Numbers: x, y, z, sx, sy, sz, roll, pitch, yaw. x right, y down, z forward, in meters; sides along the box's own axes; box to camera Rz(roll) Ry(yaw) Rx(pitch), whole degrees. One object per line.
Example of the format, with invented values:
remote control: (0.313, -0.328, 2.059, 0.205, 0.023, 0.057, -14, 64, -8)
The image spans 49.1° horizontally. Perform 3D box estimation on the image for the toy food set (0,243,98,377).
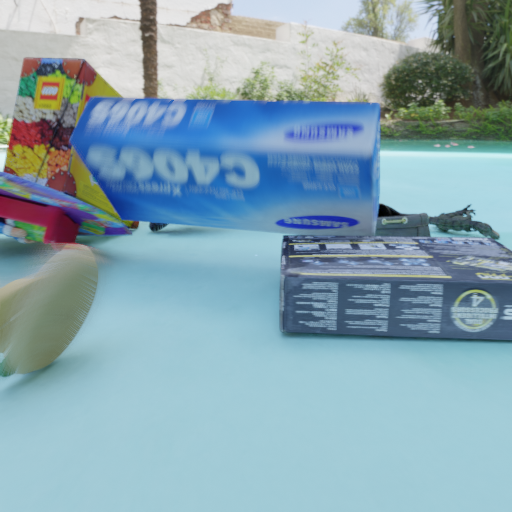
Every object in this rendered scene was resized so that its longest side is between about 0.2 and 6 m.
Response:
toy food set: (-2.029, 0.526, 5.456, 0.344, 1.400, 1.415, 23, 51, 8)

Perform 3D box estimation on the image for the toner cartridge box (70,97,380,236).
toner cartridge box: (-0.380, -1.371, 8.892, 4.534, 0.979, 2.153, 5, -29, 16)

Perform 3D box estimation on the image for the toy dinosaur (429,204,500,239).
toy dinosaur: (4.361, -0.798, 12.790, 2.424, 0.575, 1.068, 6, 21, 36)

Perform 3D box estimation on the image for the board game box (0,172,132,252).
board game box: (-4.546, -0.550, 10.017, 4.608, 0.897, 3.640, 3, -15, 45)

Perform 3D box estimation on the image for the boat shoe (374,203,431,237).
boat shoe: (2.521, -0.631, 11.273, 1.043, 0.873, 2.920, -5, 14, -19)

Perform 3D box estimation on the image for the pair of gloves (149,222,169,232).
pair of gloves: (-1.369, -1.538, 13.623, 2.795, 0.388, 3.138, -29, 17, -2)

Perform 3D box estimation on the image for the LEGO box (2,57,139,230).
LEGO box: (-3.502, -2.136, 11.653, 1.315, 2.537, 3.407, 6, -8, 12)

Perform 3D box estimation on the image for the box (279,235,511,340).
box: (1.956, 0.298, 7.563, 3.281, 0.806, 2.645, 1, 11, 2)
